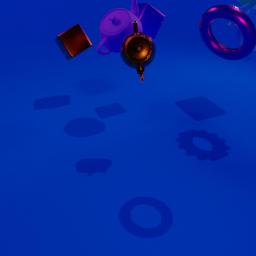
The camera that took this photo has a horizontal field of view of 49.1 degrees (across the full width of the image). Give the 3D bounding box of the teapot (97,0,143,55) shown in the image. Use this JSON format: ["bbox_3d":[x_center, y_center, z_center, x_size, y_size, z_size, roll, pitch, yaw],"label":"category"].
[{"bbox_3d":[-0.221,-2.884,7.967,1.255,0.988,2.018,32,83,29],"label":"teapot"}]

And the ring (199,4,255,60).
[{"bbox_3d":[1.722,-1.643,4.896,1.078,1.078,0.216,29,68,39],"label":"ring"}]

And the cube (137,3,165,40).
[{"bbox_3d":[0.521,-3.422,8.996,0.812,0.812,0.812,21,7,-35],"label":"cube"}]

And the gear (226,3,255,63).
[{"bbox_3d":[3.217,-2.418,7.221,0.277,1.496,1.496,-35,41,-14],"label":"gear"}]

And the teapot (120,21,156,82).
[{"bbox_3d":[0.237,-1.728,6.366,0.837,1.347,0.659,-7,9,1],"label":"teapot"}]

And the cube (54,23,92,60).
[{"bbox_3d":[-1.914,-2.967,9.719,0.848,0.848,0.848,-38,20,-15],"label":"cube"}]

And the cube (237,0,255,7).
[{"bbox_3d":[4.036,-4.541,8.971,1.150,1.150,1.150,19,39,-31],"label":"cube"}]
